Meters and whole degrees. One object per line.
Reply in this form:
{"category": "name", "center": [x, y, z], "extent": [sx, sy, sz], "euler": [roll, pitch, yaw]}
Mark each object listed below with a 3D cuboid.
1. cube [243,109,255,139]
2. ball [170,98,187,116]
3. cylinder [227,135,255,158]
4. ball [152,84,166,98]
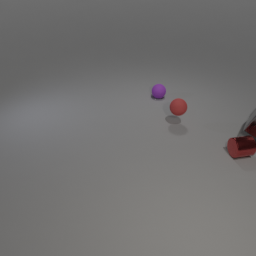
{"category": "cube", "center": [5.273, -0.271, 10.045], "extent": [1.400, 1.400, 1.400], "euler": [37, 41, 12]}
{"category": "ball", "center": [2.018, -0.836, 11.201], "extent": [0.700, 0.700, 0.700], "euler": [0, 31, 0]}
{"category": "cylinder", "center": [3.894, 0.638, 9.603], "extent": [0.700, 0.700, 0.700], "euler": [-7, 32, -9]}
{"category": "ball", "center": [1.503, -1.797, 13.644], "extent": [0.700, 0.700, 0.700], "euler": [0, 31, 0]}
